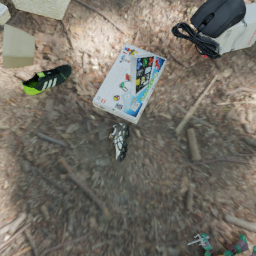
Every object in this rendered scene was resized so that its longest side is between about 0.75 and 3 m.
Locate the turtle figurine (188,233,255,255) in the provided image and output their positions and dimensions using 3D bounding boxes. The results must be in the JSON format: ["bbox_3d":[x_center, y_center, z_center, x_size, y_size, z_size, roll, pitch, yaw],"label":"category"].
[{"bbox_3d":[2.654,3.924,8.281,2.250,1.133,1.684,-15,30,-7],"label":"turtle figurine"}]

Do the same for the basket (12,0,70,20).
[{"bbox_3d":[-3.515,-6.122,11.546,2.353,1.892,2.332,15,70,6],"label":"basket"}]

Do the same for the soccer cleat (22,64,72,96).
[{"bbox_3d":[-3.020,-1.885,10.553,1.972,0.799,0.666,-31,73,-11],"label":"soccer cleat"}]

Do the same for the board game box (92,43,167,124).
[{"bbox_3d":[0.106,-1.745,10.663,1.791,0.491,2.837,25,72,9],"label":"board game box"}]

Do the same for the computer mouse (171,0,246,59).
[{"bbox_3d":[3.079,-3.800,9.574,1.998,0.760,2.885,39,71,19],"label":"computer mouse"}]

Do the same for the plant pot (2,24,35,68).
[{"bbox_3d":[-4.164,-3.023,10.722,1.108,1.250,1.252,3,78,-22],"label":"plant pot"}]

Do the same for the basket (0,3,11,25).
[{"bbox_3d":[-5.526,-4.879,11.786,0.942,0.581,0.639,31,72,10],"label":"basket"}]

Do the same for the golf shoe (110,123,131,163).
[{"bbox_3d":[-0.336,0.517,9.874,0.674,0.554,1.426,2,66,17],"label":"golf shoe"}]

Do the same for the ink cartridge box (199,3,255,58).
[{"bbox_3d":[3.927,-3.746,10.835,2.141,1.555,0.893,-15,67,-6],"label":"ink cartridge box"}]
